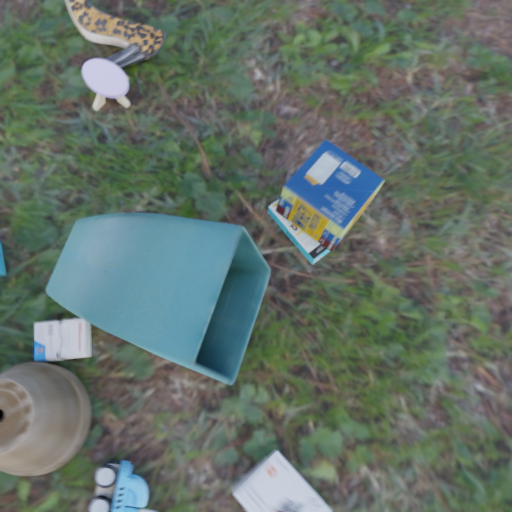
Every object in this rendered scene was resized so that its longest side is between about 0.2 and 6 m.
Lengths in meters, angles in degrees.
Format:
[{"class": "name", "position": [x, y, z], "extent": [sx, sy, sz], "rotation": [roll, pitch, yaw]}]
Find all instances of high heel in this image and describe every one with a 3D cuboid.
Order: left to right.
[{"class": "high heel", "position": [-3.036, -5.147, 11.991], "extent": [1.647, 0.825, 2.311], "rotation": [-25, 91, -1]}]

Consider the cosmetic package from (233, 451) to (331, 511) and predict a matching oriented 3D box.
[{"class": "cosmetic package", "position": [0.447, 4.150, 9.397], "extent": [1.024, 0.351, 1.359], "rotation": [-42, 75, -14]}]

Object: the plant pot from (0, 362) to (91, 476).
[{"class": "plant pot", "position": [-3.891, 2.651, 9.191], "extent": [1.943, 1.686, 1.943], "rotation": [0, 73, -1]}]

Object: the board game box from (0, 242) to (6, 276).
[{"class": "board game box", "position": [-5.760, -0.394, 10.763], "extent": [1.475, 0.459, 1.954], "rotation": [-15, 73, -5]}]

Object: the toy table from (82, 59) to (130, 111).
[{"class": "toy table", "position": [-3.078, -3.527, 11.648], "extent": [1.004, 0.640, 1.092], "rotation": [-39, 76, -11]}]

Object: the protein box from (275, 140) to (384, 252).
[{"class": "protein box", "position": [1.342, -1.115, 10.402], "extent": [1.364, 0.927, 1.374], "rotation": [37, 67, 9]}]

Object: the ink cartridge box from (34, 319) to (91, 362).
[{"class": "ink cartridge box", "position": [-3.517, 1.538, 10.197], "extent": [0.926, 0.398, 0.678], "rotation": [-5, 73, -3]}]

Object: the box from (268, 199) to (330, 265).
[{"class": "box", "position": [0.875, -0.550, 10.875], "extent": [0.572, 0.342, 1.391], "rotation": [-37, 76, -10]}]

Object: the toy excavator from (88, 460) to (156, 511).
[{"class": "toy excavator", "position": [-1.986, 4.196, 9.269], "extent": [1.492, 0.745, 1.451], "rotation": [9, 74, -6]}]

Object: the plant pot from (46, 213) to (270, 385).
[{"class": "plant pot", "position": [-1.721, 0.556, 9.617], "extent": [3.127, 2.210, 2.209], "rotation": [14, 74, 19]}]
